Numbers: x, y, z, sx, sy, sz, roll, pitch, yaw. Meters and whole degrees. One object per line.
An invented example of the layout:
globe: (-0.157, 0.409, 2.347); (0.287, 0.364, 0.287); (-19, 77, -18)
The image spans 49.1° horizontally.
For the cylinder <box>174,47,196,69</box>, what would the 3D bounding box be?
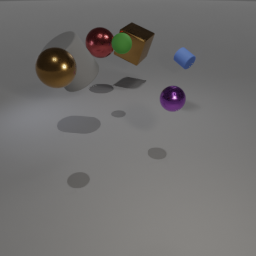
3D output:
cylinder: (2.511, -3.088, 12.434); (0.700, 0.700, 0.700); (-23, 60, -37)

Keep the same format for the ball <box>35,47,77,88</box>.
ball: (-1.248, -1.043, 4.876); (0.700, 0.700, 0.700); (0, 28, 0)

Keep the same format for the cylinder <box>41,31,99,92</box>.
cylinder: (-1.877, -2.137, 9.094); (1.400, 1.400, 1.400); (-18, 46, 20)

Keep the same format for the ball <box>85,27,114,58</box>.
ball: (-1.304, -4.008, 13.188); (1.400, 1.400, 1.400); (0, 28, 0)

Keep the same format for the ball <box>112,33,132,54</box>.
ball: (-0.213, -2.897, 9.606); (0.700, 0.700, 0.700); (0, 28, 0)

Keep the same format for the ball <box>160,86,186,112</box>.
ball: (1.200, -0.786, 7.531); (0.700, 0.700, 0.700); (0, 28, 0)

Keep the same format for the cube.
cube: (0.311, -4.289, 14.266); (1.400, 1.400, 1.400); (29, 42, 8)
